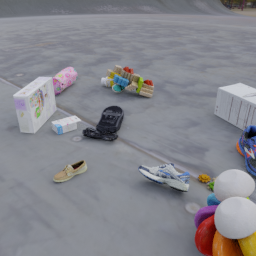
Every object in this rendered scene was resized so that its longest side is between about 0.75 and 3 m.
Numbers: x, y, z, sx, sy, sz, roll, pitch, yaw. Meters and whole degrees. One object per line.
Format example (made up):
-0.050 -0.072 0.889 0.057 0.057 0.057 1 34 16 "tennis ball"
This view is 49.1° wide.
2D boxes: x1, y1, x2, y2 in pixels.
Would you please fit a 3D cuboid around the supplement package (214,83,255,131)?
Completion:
5.051 -0.864 11.938 1.360 1.364 2.326 -14 31 -24 "supplement package"

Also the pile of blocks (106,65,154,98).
0.131 -2.641 14.870 2.952 0.917 1.212 26 27 13 "pile of blocks"

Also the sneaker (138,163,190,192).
1.104 1.359 8.412 1.604 0.618 0.683 18 75 16 "sneaker"

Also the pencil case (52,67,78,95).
-3.604 -2.645 15.566 1.000 1.000 2.288 6 28 12 "pencil case"

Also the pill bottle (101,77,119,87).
-1.003 -2.648 16.055 1.003 0.558 0.558 6 29 10 "pill bottle"

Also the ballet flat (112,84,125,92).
-0.497 -2.159 15.260 0.454 0.454 1.308 20 28 33 "ballet flat"

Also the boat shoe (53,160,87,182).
-1.846 1.338 8.915 1.160 0.385 0.429 -23 36 -36 "boat shoe"

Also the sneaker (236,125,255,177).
4.331 0.776 9.285 0.980 1.020 2.600 -3 29 -3 "sneaker"

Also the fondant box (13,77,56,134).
-3.879 -1.039 11.949 0.670 1.660 2.301 4 29 8 "fondant box"

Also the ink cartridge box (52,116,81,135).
-2.541 -0.134 11.639 1.073 0.364 0.618 -19 34 -31 "ink cartridge box"

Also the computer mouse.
-0.822 -0.135 11.560 1.483 0.565 2.142 9 41 16 "computer mouse"

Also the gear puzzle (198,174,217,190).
2.855 1.699 8.443 1.540 0.202 0.798 22 36 35 "gear puzzle"

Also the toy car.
2.272 2.178 6.232 1.631 1.903 2.175 -24 18 26 "toy car"
